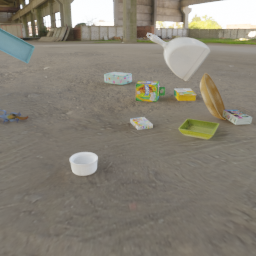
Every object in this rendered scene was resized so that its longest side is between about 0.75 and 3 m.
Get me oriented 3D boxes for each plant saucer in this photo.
[{"bbox_3d":[-4.719,-3.272,10.561,2.237,0.782,0.212,24,-12,-30],"label":"plant saucer"},{"bbox_3d":[2.816,0.064,11.108,1.338,0.321,1.340,11,24,25],"label":"plant saucer"},{"bbox_3d":[3.804,-1.366,12.701,0.407,2.300,2.300,-24,10,29],"label":"plant saucer"}]

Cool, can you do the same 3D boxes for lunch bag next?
[{"bbox_3d":[-0.640,-3.479,19.553,1.789,0.690,1.435,13,22,29],"label":"lunch bag"}]

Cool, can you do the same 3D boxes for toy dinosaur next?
[{"bbox_3d":[-5.317,-0.394,12.385,1.156,0.669,1.274,-3,-16,22],"label":"toy dinosaur"}]

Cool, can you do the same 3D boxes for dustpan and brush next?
[{"bbox_3d":[2.056,-3.517,12.717,2.740,1.912,0.784,21,39,-18],"label":"dustpan and brush"}]

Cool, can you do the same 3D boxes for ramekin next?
[{"bbox_3d":[-1.320,1.080,8.426,0.834,0.407,0.834,1,22,0],"label":"ramekin"}]

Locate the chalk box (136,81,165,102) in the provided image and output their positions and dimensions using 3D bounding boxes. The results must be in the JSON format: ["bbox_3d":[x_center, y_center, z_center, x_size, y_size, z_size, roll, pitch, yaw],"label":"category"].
[{"bbox_3d":[1.263,-2.039,15.533,1.561,0.974,0.967,3,22,11],"label":"chalk box"}]

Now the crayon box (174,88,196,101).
[{"bbox_3d":[3.231,-1.877,15.898,0.978,0.401,1.556,-1,21,-1],"label":"crayon box"}]

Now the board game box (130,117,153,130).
[{"bbox_3d":[0.561,-0.207,11.991,0.662,0.169,0.985,-7,23,-18],"label":"board game box"}]

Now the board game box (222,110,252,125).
[{"bbox_3d":[4.829,-0.490,12.426,0.773,0.337,1.048,-1,22,-16],"label":"board game box"}]
